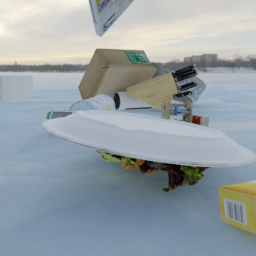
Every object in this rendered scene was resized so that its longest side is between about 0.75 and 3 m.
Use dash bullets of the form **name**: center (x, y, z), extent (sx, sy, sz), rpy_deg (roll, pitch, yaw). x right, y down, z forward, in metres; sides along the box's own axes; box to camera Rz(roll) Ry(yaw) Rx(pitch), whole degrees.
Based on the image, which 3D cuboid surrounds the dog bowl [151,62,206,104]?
- **dog bowl**: center (1.958, -1.910, 12.505), extent (2.880, 0.845, 2.880), rpy_deg (22, -3, 1)

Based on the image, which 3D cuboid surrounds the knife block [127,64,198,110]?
- **knife block**: center (1.344, -1.694, 10.218), extent (2.262, 1.986, 0.724), rpy_deg (27, 16, 7)

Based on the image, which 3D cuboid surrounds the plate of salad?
- **plate of salad**: center (0.267, 0.238, 4.078), extent (2.956, 0.710, 2.956), rpy_deg (9, 8, -1)

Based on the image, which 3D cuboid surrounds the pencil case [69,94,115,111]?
- **pencil case**: center (-0.936, -0.465, 7.571), extent (0.850, 0.779, 1.874), rpy_deg (2, 11, 10)

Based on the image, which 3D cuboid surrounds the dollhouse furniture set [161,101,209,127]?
- **dollhouse furniture set**: center (1.336, -0.261, 6.689), extent (0.703, 0.699, 0.997), rpy_deg (-4, 11, -22)

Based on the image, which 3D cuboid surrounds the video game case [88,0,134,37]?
- **video game case**: center (-0.227, -3.411, 6.595), extent (0.218, 1.974, 1.797), rpy_deg (34, -15, 14)

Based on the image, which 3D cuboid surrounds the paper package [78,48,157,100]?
- **paper package**: center (-0.457, -2.005, 11.448), extent (2.456, 1.271, 2.341), rpy_deg (-8, -32, -37)

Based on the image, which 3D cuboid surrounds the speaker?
- **speaker**: center (0.314, -1.132, 11.285), extent (1.760, 0.715, 0.715), rpy_deg (-5, 12, -26)

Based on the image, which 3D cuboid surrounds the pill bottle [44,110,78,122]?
- **pill bottle**: center (-1.380, -0.138, 6.453), extent (0.964, 0.545, 0.545), rpy_deg (3, 11, 15)

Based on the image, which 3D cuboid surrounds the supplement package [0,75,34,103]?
- **supplement package**: center (-6.171, -2.076, 14.584), extent (2.258, 1.352, 1.369), rpy_deg (7, 13, 34)

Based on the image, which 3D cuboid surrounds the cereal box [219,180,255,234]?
- **cereal box**: center (1.956, 0.608, 2.339), extent (1.894, 0.374, 1.363), rpy_deg (-5, -1, -23)
